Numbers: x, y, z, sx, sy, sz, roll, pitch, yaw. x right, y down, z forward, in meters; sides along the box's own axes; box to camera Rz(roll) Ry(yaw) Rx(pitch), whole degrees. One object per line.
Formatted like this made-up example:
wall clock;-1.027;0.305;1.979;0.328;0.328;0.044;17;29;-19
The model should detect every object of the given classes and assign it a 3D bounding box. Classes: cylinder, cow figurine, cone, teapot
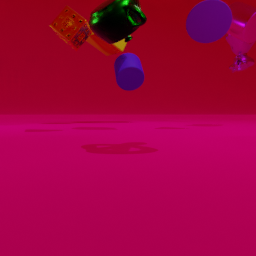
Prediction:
cylinder;0.033;-2.234;11.131;1.103;1.103;1.103;0;42;-8
cow figurine;3.171;-2.290;8.016;1.228;1.208;0.674;39;-13;-19
cylinder;2.951;-2.697;7.145;0.811;0.811;0.811;-2;36;-35
cone;1.661;-2.444;5.967;0.907;0.907;0.911;0;45;6
teapot;-0.234;-2.216;5.865;1.142;0.900;1.837;-46;31;-19

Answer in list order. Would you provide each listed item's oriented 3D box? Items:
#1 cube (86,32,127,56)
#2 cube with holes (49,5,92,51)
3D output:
cube;-0.700;-3.557;10.420;1.170;1.170;1.170;30;-12;-32
cube with holes;-1.789;-3.141;8.903;0.826;0.826;0.826;39;-2;8
